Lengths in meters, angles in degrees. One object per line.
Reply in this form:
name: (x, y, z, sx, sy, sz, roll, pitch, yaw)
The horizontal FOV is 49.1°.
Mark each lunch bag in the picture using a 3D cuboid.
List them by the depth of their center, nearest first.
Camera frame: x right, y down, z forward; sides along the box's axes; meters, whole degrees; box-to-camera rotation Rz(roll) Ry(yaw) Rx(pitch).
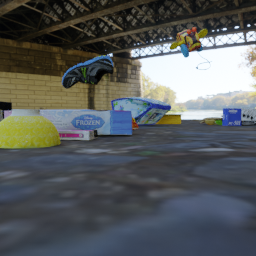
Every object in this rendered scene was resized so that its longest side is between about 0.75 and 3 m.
lunch bag: (0.690, -0.866, 13.838, 2.349, 1.497, 1.997, -10, -4, 36)

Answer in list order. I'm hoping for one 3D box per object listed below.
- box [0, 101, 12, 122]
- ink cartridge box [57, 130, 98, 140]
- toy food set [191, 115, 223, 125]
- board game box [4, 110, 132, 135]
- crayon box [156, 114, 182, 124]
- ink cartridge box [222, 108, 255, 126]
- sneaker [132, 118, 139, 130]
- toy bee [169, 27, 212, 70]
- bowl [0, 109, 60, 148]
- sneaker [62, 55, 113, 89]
box: (-5.096, -0.426, 9.278, 1.685, 0.963, 1.851, -1, 2, 7)
ink cartridge box: (-1.198, 0.131, 5.461, 1.118, 0.207, 0.529, -2, 2, 10)
toy food set: (4.461, -0.298, 14.637, 1.391, 0.404, 2.014, 7, -8, -37)
board game box: (-1.372, -0.166, 7.360, 2.743, 0.598, 2.756, -1, 2, -5)
crayon box: (2.244, -0.543, 16.770, 1.443, 0.592, 2.296, -1, 2, -9)
ink cartridge box: (5.328, -0.523, 13.321, 1.778, 0.836, 0.393, 0, 3, -21)
sneaker: (0.155, -0.157, 9.481, 0.411, 0.435, 1.127, -1, 1, 3)
toy bee: (2.518, -3.404, 10.864, 1.540, 1.279, 2.353, -37, 42, -15)
bowl: (-1.574, -0.009, 4.335, 1.027, 0.553, 1.027, 0, 3, 0)
sneaker: (-1.737, -2.241, 11.953, 2.428, 1.006, 0.861, -21, -8, 10)
